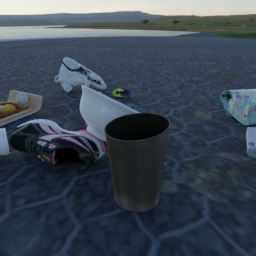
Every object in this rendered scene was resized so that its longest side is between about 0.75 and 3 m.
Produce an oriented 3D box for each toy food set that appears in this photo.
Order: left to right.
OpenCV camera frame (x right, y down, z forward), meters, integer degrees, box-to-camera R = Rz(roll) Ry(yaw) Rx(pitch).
[{"bbox_3d":[-5.223,-0.908,11.225,2.096,0.882,2.921,13,26,28],"label":"toy food set"}]

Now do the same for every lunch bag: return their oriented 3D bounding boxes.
[{"bbox_3d":[4.811,-0.976,11.084,1.614,1.156,1.895,-9,30,-17],"label":"lunch bag"}]

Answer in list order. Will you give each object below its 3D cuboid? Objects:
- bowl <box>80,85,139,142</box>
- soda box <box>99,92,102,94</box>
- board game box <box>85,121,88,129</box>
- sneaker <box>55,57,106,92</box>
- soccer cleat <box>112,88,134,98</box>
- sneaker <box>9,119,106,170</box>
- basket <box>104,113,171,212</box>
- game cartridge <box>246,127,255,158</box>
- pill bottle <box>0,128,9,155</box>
[{"bbox_3d":[-0.384,-0.179,7.507,2.332,1.048,2.332,26,3,-1],"label":"bowl"},{"bbox_3d":[-1.692,-1.484,13.340,0.916,0.312,0.292,-16,28,-34],"label":"soda box"},{"bbox_3d":[-0.891,-0.347,9.819,0.945,0.944,0.944,-13,27,-28],"label":"board game box"},{"bbox_3d":[-2.547,-2.470,14.921,2.636,1.515,0.990,31,17,-16],"label":"sneaker"},{"bbox_3d":[-0.255,-1.652,13.767,0.560,0.433,1.340,32,-13,-40],"label":"soccer cleat"},{"bbox_3d":[-2.067,0.501,7.666,2.747,1.103,1.186,4,24,12],"label":"sneaker"},{"bbox_3d":[0.201,0.771,6.049,1.232,1.811,1.633,13,25,29],"label":"basket"},{"bbox_3d":[4.907,0.529,8.399,2.532,0.512,1.688,8,28,19],"label":"game cartridge"},{"bbox_3d":[-4.303,0.517,7.680,1.848,1.028,1.028,-9,24,-22],"label":"pill bottle"}]
